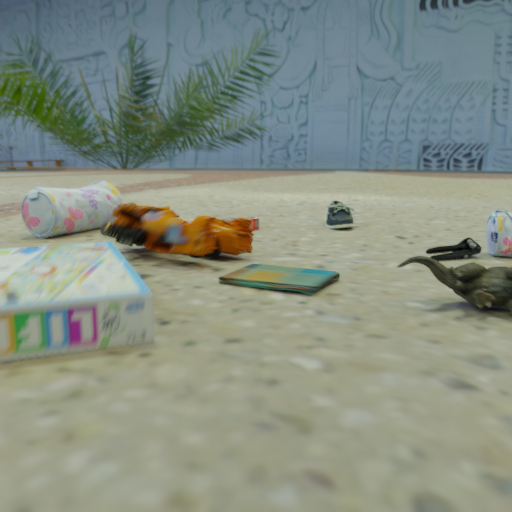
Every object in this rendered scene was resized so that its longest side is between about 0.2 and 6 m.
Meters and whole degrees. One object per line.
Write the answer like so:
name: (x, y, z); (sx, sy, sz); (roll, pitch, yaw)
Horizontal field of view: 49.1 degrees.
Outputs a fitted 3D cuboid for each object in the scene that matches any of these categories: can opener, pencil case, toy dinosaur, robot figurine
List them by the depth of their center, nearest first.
toy dinosaur: (2.825, 0.358, 6.793); (2.109, 0.812, 1.079); (-5, -5, 20)
can opener: (3.499, -0.062, 9.905); (1.091, 0.429, 0.346); (-10, 48, -23)
pencil case: (5.098, -0.385, 10.008); (1.866, 0.847, 0.776); (3, 6, 8)
robot figurine: (-1.494, -0.475, 10.165); (2.721, 0.792, 1.972); (11, 7, 36)
pencil case: (-4.166, -1.103, 12.927); (1.030, 1.124, 2.478); (13, 16, 22)

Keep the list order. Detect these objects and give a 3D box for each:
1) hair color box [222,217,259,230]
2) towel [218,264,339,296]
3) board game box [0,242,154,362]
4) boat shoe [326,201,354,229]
hair color box: (-0.435, -0.728, 13.161); (0.963, 0.295, 0.489); (-10, 14, -44)
towel: (0.349, 0.328, 8.216); (1.496, 0.162, 1.097); (5, 12, 28)
board game box: (-2.607, 0.411, 6.702); (2.172, 0.553, 3.231); (-4, 12, -21)
boat shoe: (2.088, -1.039, 13.977); (0.708, 0.585, 1.891); (1, 11, 7)
